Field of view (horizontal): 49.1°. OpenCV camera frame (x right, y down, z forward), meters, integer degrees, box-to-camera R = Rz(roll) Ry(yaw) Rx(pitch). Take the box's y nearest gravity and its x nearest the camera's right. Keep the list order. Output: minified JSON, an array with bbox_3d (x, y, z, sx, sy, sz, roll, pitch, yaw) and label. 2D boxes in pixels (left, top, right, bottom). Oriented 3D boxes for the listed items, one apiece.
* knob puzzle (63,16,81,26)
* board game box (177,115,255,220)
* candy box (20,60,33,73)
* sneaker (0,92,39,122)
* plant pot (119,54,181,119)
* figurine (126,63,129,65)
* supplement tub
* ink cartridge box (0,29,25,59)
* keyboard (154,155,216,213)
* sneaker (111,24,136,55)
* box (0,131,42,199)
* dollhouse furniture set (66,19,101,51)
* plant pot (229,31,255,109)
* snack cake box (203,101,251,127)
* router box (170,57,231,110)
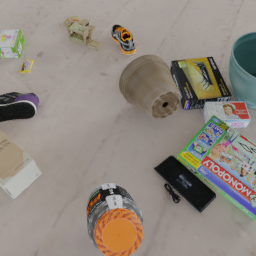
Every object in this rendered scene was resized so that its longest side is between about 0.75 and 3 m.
[{"bbox_3d":[-2.717,-5.295,13.954,0.938,0.130,0.938,0,55,0],"label":"knob puzzle"},{"bbox_3d":[3.307,1.146,8.877,2.918,0.425,1.963,39,71,20],"label":"board game box"},{"bbox_3d":[-4.365,-2.661,12.082,0.398,0.103,0.779,1,54,-2],"label":"candy box"},{"bbox_3d":[-4.569,-0.845,10.461,2.484,0.941,1.088,0,37,-2],"label":"sneaker"},{"bbox_3d":[0.898,-1.278,9.703,1.970,1.970,1.709,-20,46,-14],"label":"plant pot"},{"bbox_3d":[0.399,-2.602,11.935,0.837,0.361,0.817,-14,48,-9],"label":"figurine"},{"bbox_3d":[-0.364,2.260,7.064,1.346,2.197,1.346,0,91,-10],"label":"supplement tub"},{"bbox_3d":[-5.650,-3.742,12.517,1.728,0.654,1.277,-2,54,-3],"label":"ink cartridge box"},{"bbox_3d":[1.664,1.804,8.806,1.176,0.251,1.959,-32,60,-28],"label":"keyboard"},{"bbox_3d":[-0.192,-4.219,12.788,0.796,0.786,2.034,-22,56,-13],"label":"sneaker"},{"bbox_3d":[-4.097,0.932,8.948,2.532,0.984,1.202,32,60,22],"label":"box"},{"bbox_3d":[-1.750,-4.546,12.955,1.576,0.876,1.394,24,58,16],"label":"dollhouse furniture set"},{"bbox_3d":[5.063,-1.915,10.418,2.895,1.940,2.895,0,54,0],"label":"plant pot"},{"bbox_3d":[3.596,-0.499,10.280,1.491,0.501,0.857,0,54,0],"label":"snack cake box"},{"bbox_3d":[2.816,-1.828,11.169,1.784,0.592,2.268,-7,55,-5],"label":"router box"}]
